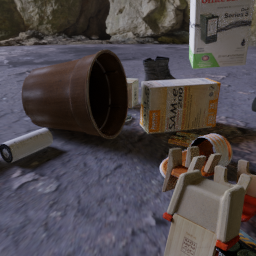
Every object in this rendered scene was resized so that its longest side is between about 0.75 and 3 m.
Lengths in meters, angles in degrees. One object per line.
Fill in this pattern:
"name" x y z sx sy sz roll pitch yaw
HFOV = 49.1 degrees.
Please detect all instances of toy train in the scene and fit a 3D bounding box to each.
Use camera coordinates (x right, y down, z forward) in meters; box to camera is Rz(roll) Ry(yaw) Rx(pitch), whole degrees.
"toy train" 1.440 1.649 3.753 0.722 0.540 1.267 2 15 -31

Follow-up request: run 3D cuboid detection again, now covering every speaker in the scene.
"speaker" -2.507 0.409 7.025 0.512 0.512 1.260 13 24 31

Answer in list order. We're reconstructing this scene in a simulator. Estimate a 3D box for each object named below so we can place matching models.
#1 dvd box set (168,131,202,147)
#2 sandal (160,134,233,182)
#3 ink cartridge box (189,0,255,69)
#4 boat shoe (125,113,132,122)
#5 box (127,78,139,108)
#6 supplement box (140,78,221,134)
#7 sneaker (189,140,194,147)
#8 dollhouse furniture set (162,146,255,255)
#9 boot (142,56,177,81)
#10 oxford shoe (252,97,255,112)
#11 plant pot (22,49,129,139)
"dvd box set" 1.686 0.330 7.768 0.953 0.140 0.698 11 24 28
"sandal" 1.646 0.585 6.071 2.110 0.605 0.808 -20 61 -32
"ink cartridge box" 2.968 -3.311 9.128 1.782 2.450 1.029 -3 37 7
"boat shoe" -0.112 -0.385 9.517 0.314 0.267 0.864 11 23 27
"box" -0.758 -1.495 11.397 2.264 1.075 0.880 5 22 18
"supplement box" 1.591 -0.720 8.705 2.325 1.465 0.855 -6 23 -15
"sneaker" 1.778 0.573 6.881 0.341 0.345 0.882 17 25 -11
"dollhouse furniture set" 1.504 1.216 4.303 2.322 1.196 2.297 18 12 39
"boot" 1.938 -2.621 13.568 2.491 1.640 0.869 -1 19 -3
"oxford shoe" 5.825 -0.932 10.218 2.615 0.950 1.104 -22 33 -24
"plant pot" -1.581 -0.925 8.281 2.454 2.479 2.479 0 19 23
